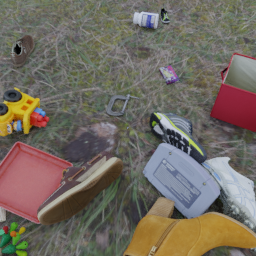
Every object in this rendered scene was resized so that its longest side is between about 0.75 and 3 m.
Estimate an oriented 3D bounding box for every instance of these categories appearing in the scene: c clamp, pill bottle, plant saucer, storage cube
[{"bbox_3d":[-0.235,-0.851,10.222,0.976,0.155,1.142,18,57,12],"label":"c clamp"},{"bbox_3d":[0.821,-4.945,12.798,1.074,0.643,0.643,12,56,8],"label":"pill bottle"},{"bbox_3d":[-2.932,1.584,8.267,1.969,0.362,1.973,21,56,6],"label":"plant saucer"},{"bbox_3d":[3.966,-1.202,9.518,1.911,1.718,1.634,21,58,15],"label":"storage cube"}]

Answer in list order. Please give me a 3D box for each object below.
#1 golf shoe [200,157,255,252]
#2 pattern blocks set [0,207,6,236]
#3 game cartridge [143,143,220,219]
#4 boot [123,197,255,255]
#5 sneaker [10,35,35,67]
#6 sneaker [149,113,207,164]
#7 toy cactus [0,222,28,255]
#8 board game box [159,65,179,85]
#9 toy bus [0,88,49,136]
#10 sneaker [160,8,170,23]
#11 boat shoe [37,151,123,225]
[{"bbox_3d":[3.169,1.949,7.724,1.428,1.150,2.937,-21,58,-21],"label":"golf shoe"},{"bbox_3d":[-3.987,2.223,8.061,1.739,0.160,1.979,-20,58,-13],"label":"pattern blocks set"},{"bbox_3d":[1.473,1.457,7.903,2.091,1.392,0.434,43,26,25],"label":"game cartridge"},{"bbox_3d":[1.524,3.013,6.858,2.902,1.021,2.077,14,45,24],"label":"boot"},{"bbox_3d":[-4.390,-3.395,11.676,0.648,0.695,1.841,2,55,1],"label":"sneaker"},{"bbox_3d":[1.678,0.165,8.729,1.063,0.970,2.626,-14,37,-19],"label":"sneaker"},{"bbox_3d":[-3.160,3.167,7.174,1.157,0.717,1.402,-15,64,1],"label":"toy cactus"},{"bbox_3d":[1.630,-2.116,11.138,0.522,0.140,0.869,-13,56,-14],"label":"board game box"},{"bbox_3d":[-3.523,-0.337,9.287,1.568,1.109,1.634,21,46,0],"label":"toy bus"},{"bbox_3d":[1.712,-5.317,13.210,0.340,0.393,0.949,-13,56,-9],"label":"sneaker"},{"bbox_3d":[-1.455,1.589,8.068,2.823,1.019,1.016,-36,54,-27],"label":"boat shoe"}]
